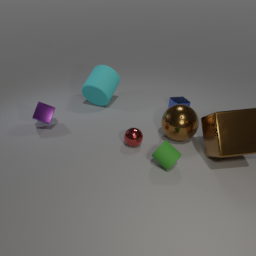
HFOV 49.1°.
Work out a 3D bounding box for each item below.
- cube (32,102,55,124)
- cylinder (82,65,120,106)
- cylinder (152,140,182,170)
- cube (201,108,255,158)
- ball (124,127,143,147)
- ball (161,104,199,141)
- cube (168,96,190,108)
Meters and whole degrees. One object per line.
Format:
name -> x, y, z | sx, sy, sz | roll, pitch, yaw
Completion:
cube -> -3.422, -0.597, 11.382 | 0.700, 0.700, 0.700 | 21, -8, -17
cylinder -> -1.279, -2.013, 13.276 | 1.400, 1.400, 1.400 | 12, 57, 21
cylinder -> 1.250, 0.877, 9.057 | 0.700, 0.700, 0.700 | 43, 42, 9
cube -> 3.351, 0.187, 9.180 | 1.400, 1.400, 1.400 | -6, -4, -3
ball -> 0.202, 0.330, 10.273 | 0.700, 0.700, 0.700 | 0, 29, 0
ball -> 1.953, -0.196, 10.538 | 1.400, 1.400, 1.400 | 0, 29, 0
cube -> 2.272, -0.950, 12.528 | 0.700, 0.700, 0.700 | -5, 29, -18
